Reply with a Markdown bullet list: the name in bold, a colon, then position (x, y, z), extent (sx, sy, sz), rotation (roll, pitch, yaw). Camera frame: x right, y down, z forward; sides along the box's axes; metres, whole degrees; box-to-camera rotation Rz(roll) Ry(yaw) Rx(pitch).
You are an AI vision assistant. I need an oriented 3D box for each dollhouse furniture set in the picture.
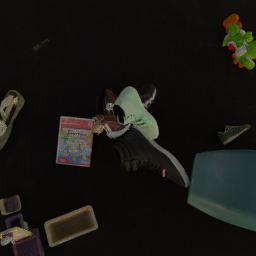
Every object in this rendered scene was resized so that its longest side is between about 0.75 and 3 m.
- **dollhouse furniture set**: position (-2.526, 2.607, 8.444), extent (2.761, 1.959, 2.188), rotation (-19, 66, -9)

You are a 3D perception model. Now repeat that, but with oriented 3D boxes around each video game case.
- **video game case**: position (-1.897, 0.479, 10.078), extent (1.221, 0.149, 1.708), rotation (6, 90, 2)

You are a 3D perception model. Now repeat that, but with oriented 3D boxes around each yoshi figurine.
- **yoshi figurine**: position (5.016, -3.686, 11.853), extent (1.355, 1.350, 2.412), rotation (-10, 68, -12)

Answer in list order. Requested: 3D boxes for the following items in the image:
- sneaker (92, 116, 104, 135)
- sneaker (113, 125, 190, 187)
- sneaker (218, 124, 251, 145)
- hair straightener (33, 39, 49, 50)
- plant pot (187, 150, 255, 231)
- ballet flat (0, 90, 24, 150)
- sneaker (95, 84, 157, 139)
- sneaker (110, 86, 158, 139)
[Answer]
- **sneaker**: position (-1.073, -0.172, 10.595), extent (1.672, 0.628, 0.678), rotation (-32, 85, -14)
- **sneaker**: position (0.651, 1.251, 9.587), extent (1.460, 1.041, 2.943), rotation (-37, 63, -20)
- **sneaker**: position (3.940, 0.086, 10.489), extent (1.281, 0.430, 0.575), rotation (-32, 73, -11)
- **hair straightener**: position (-2.940, -2.804, 9.470), extent (0.772, 0.158, 0.297), rotation (-12, 38, 34)
- **plant pot**: position (3.485, 1.898, 8.824), extent (2.984, 2.109, 2.108), rotation (10, 65, 13)
- **ballet flat**: position (-4.717, -0.331, 10.493), extent (0.845, 0.799, 2.508), rotation (14, 65, 6)
- **sneaker**: position (-0.139, -1.077, 10.278), extent (1.613, 1.057, 2.793), rotation (49, 62, -22)
- **sneaker**: position (0.178, -0.203, 8.995), extent (1.993, 0.734, 1.176), rotation (57, 47, -19)
